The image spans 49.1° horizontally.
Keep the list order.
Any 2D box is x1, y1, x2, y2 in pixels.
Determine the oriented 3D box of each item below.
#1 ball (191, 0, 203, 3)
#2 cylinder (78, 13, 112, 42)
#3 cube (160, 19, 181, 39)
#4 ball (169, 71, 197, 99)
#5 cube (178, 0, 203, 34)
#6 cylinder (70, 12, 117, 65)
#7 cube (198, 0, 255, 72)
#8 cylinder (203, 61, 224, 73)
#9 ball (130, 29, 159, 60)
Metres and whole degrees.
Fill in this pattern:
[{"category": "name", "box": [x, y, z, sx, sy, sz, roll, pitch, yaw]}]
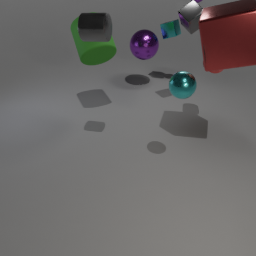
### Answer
[{"category": "ball", "box": [2.872, -5.555, 11.578, 0.700, 0.700, 0.700, 0, 32, 0]}, {"category": "cylinder", "box": [-0.830, -2.571, 7.162, 0.700, 0.700, 0.700, 5, 32, 13]}, {"category": "cube", "box": [2.044, -4.712, 13.367, 0.700, 0.700, 0.700, -3, 23, 33]}, {"category": "ball", "box": [1.386, -1.087, 7.112, 0.700, 0.700, 0.700, 0, 32, 0]}, {"category": "cube", "box": [2.353, -4.030, 10.221, 0.700, 0.700, 0.700, -35, 61, 5]}, {"category": "cylinder", "box": [-1.285, -3.287, 10.449, 1.400, 1.400, 1.400, -14, 78, -21]}, {"category": "cube", "box": [2.767, -2.530, 7.610, 1.400, 1.400, 1.400, -4, 33, 22]}, {"category": "cylinder", "box": [3.113, -2.356, 10.108, 0.700, 0.700, 0.700, 3, 17, 5]}, {"category": "ball", "box": [0.775, -3.962, 13.357, 1.400, 1.400, 1.400, 0, 32, 0]}]
